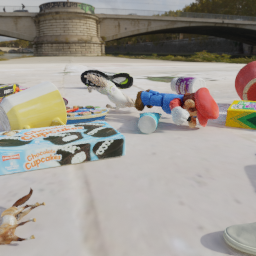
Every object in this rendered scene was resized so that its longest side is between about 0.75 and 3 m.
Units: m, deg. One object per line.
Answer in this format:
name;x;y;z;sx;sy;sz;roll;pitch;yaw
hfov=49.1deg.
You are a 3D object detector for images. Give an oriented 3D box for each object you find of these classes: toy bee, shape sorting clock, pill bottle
toy bee;-3.389;-0.921;8.648;1.784;0.970;1.168;-28;61;0
shape sorting clock;-1.636;-0.501;8.711;2.071;0.406;2.071;0;16;0
pill bottle;2.683;-1.895;12.779;0.908;0.908;1.617;-9;17;-29

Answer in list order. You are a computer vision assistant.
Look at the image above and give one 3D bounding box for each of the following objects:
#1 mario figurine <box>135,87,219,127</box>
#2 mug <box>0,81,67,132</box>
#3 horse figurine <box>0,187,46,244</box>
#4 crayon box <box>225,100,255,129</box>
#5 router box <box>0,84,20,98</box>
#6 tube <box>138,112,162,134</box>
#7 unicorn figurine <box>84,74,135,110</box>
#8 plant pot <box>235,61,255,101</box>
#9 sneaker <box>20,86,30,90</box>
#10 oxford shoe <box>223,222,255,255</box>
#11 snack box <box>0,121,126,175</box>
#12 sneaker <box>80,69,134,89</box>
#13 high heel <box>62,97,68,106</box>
mario figurine;1.363;-0.460;7.884;2.345;1.243;1.448;12;54;34
mug;-2.323;-0.375;6.835;1.328;1.295;1.617;-22;19;-36
horse figurine;-1.319;1.083;3.278;0.598;0.225;0.902;-17;24;1
crayon box;3.752;-0.404;8.165;1.508;0.509;1.748;6;17;26
router box;-5.284;-1.008;9.739;1.968;0.816;2.626;2;16;8
tube;0.601;-0.255;7.905;0.719;0.468;1.857;6;12;6
unicorn figurine;-0.347;-1.073;9.366;2.223;0.821;1.527;18;-7;-42
plant pot;4.715;-1.414;9.925;1.758;1.758;1.555;5;25;19
sneaker;-4.806;-1.434;11.726;1.665;0.677;0.735;-3;12;-42
oxford shoe;1.703;1.106;3.024;1.321;0.381;0.497;-1;19;4
snack box;-1.370;0.316;5.688;2.340;0.434;1.359;-7;17;-22
sneaker;-1.193;-2.655;15.628;2.902;1.072;1.175;6;8;-7
high heel;-2.792;-1.014;10.124;1.727;0.582;0.830;2;26;19
